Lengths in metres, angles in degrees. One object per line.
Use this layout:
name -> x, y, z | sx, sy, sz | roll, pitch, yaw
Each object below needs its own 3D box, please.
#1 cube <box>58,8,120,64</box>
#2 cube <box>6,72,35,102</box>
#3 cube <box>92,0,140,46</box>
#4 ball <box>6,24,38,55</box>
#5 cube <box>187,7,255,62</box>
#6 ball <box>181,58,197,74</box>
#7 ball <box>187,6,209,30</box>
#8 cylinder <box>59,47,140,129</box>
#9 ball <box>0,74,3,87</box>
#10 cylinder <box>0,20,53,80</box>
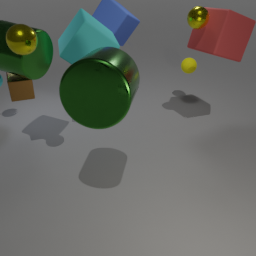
cube -> -1.338, -2.806, 9.327 | 1.400, 1.400, 1.400 | 29, 24, -33
cube -> -3.339, -1.328, 8.718 | 0.700, 0.700, 0.700 | -11, 40, -19
cube -> -0.600, -4.700, 12.424 | 1.400, 1.400, 1.400 | 45, 22, 14
ball -> -2.458, -2.047, 6.500 | 0.700, 0.700, 0.700 | 0, 32, 0
cube -> 3.173, -3.214, 9.640 | 1.400, 1.400, 1.400 | 4, 22, -33
ball -> 2.743, -2.808, 12.621 | 0.700, 0.700, 0.700 | 0, 32, 0
ball -> 2.254, -3.539, 9.007 | 0.700, 0.700, 0.700 | 0, 32, 0
cylinder -> -0.526, -0.880, 5.848 | 1.400, 1.400, 1.400 | 5, 25, 8
ball -> -5.162, -1.831, 10.711 | 0.700, 0.700, 0.700 | 0, 32, 0
cylinder -> -3.109, -2.216, 7.976 | 1.400, 1.400, 1.400 | 18, 36, 16
